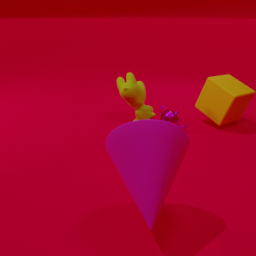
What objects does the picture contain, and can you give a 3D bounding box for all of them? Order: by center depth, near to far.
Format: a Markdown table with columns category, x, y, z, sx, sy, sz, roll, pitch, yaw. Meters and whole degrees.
| category | x | y | z | sx | sy | sz | roll | pitch | yaw |
| --- | --- | --- | --- | --- | --- | --- | --- | --- | --- |
| cone | 0.300 | 0.797 | 4.025 | 1.318 | 1.318 | 1.323 | 0 | 53 | 0 |
| teapot | 1.303 | -0.260 | 8.120 | 1.050 | 0.514 | 0.653 | 44 | 19 | 15 |
| cow figurine | 0.244 | -0.777 | 8.192 | 0.748 | 1.340 | 1.362 | -22 | -25 | 21 |
| cube | 2.873 | -0.854 | 8.363 | 1.050 | 1.050 | 1.050 | -14 | 46 | -35 |
